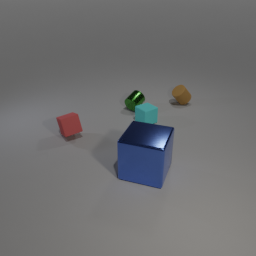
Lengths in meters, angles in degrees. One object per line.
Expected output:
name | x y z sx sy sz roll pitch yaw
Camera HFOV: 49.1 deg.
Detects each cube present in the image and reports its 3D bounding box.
cube | 0.774 -0.579 11.853 0.700 0.700 0.700 -19 34 -31
cube | -2.225 -0.141 10.626 0.700 0.700 0.700 -20 17 -22
cube | 0.566 0.773 8.667 1.400 1.400 1.400 10 30 17

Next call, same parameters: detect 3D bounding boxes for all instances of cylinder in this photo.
cylinder | 2.563 -1.589 13.388 0.700 0.700 0.700 -26 43 27
cylinder | 0.313 -1.257 12.835 0.700 0.700 0.700 21 55 33
